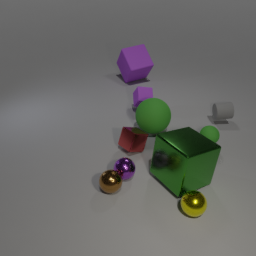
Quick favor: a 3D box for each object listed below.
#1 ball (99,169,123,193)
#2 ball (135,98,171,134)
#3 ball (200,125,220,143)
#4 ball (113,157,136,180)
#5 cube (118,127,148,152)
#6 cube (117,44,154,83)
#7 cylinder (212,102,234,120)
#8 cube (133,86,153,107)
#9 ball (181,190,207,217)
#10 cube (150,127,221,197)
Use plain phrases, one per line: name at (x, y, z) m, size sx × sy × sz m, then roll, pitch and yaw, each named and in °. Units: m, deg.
ball at (-0.513, 1.584, 8.328) m, size 0.700 × 0.700 × 0.700 m, roll 0°, pitch 31°, yaw 0°
ball at (0.991, -0.482, 11.004) m, size 1.400 × 1.400 × 1.400 m, roll 0°, pitch 31°, yaw 0°
ball at (2.905, 0.258, 9.996) m, size 0.700 × 0.700 × 0.700 m, roll 0°, pitch 31°, yaw 0°
ball at (-0.109, 1.277, 8.812) m, size 0.700 × 0.700 × 0.700 m, roll 0°, pitch 31°, yaw 0°
cube at (0.181, 0.406, 10.067) m, size 0.700 × 0.700 × 0.700 m, roll 3°, pitch 20°, yaw -43°
cube at (0.368, -3.573, 15.573) m, size 1.400 × 1.400 × 1.400 m, roll -18°, pitch 76°, yaw -20°
cylinder at (3.967, -0.717, 11.692) m, size 0.700 × 0.700 × 0.700 m, roll -4°, pitch 31°, yaw 1°
cube at (0.668, -1.375, 12.503) m, size 0.700 × 0.700 × 0.700 m, roll 2°, pitch 72°, yaw -17°
ball at (1.783, 2.037, 7.577) m, size 0.700 × 0.700 × 0.700 m, roll 0°, pitch 31°, yaw 0°
cube at (1.703, 0.962, 8.534) m, size 1.400 × 1.400 × 1.400 m, roll -12°, pitch 32°, yaw -32°
